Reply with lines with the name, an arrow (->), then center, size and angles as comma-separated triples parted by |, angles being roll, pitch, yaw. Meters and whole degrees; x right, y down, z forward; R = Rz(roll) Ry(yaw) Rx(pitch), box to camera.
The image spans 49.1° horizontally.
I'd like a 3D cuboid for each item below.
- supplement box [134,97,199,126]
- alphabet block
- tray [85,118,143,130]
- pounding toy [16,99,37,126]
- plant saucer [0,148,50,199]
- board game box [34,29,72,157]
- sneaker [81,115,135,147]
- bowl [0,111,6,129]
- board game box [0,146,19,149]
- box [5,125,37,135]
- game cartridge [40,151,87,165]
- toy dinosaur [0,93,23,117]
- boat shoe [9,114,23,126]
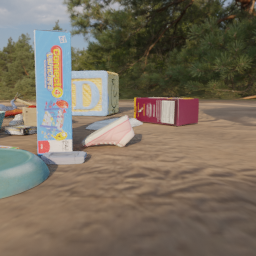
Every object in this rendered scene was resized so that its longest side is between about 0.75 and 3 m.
supplement box -> 1.591, -0.761, 12.041 | 1.395, 1.083, 2.528 | -7, 10, -41
alphabet block -> -2.045, -2.018, 16.364 | 2.545, 2.532, 2.592 | 3, 9, 11
tray -> -0.457, -0.171, 10.795 | 1.290, 0.266, 2.403 | 3, 8, 27
pounding toy -> -3.572, -0.593, 10.905 | 1.376, 1.063, 1.495 | -3, 8, -24
plant saucer -> -2.461, 0.647, 4.364 | 2.384, 0.327, 2.384 | 0, 8, 0
board game box -> -1.868, -0.831, 6.885 | 0.722, 2.584, 2.530 | -2, 8, -17
sneaker -> -0.444, 0.278, 6.839 | 1.307, 0.683, 0.492 | -28, 10, 1
bowl -> -4.704, -0.179, 9.162 | 1.331, 0.696, 1.331 | 0, 7, 0
board game box -> -2.944, 0.503, 6.119 | 1.158, 0.174, 0.553 | 6, 10, 23
box -> -3.359, 0.058, 9.005 | 0.710, 0.217, 0.897 | 4, 5, 17
game cartridge -> -1.249, 0.582, 5.485 | 0.831, 0.172, 0.553 | 0, 12, -2
toy dinosaur -> -5.982, -0.701, 14.219 | 2.031, 1.175, 2.239 | 13, 46, -8
boat shoe -> -4.401, -0.334, 11.345 | 0.456, 0.434, 1.267 | 1, 8, 11
